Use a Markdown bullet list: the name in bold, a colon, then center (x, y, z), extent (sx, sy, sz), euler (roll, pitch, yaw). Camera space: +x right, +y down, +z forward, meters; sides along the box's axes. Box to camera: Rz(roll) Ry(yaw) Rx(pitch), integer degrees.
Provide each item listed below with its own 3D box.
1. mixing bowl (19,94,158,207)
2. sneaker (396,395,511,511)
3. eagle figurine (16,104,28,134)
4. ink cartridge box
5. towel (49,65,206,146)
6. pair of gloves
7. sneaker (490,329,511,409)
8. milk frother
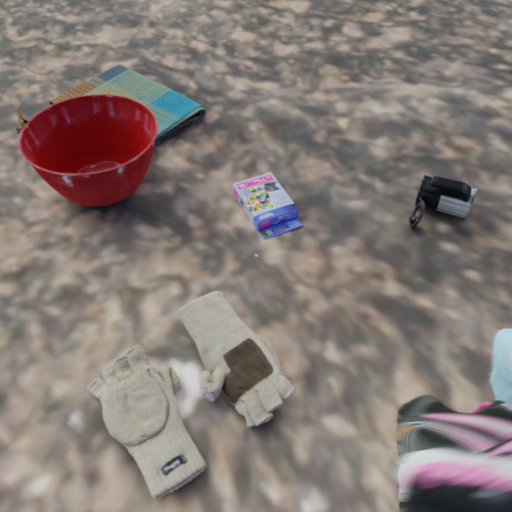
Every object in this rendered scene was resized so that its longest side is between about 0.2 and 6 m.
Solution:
- **mixing bowl**: center (-2.723, -1.653, 9.573), extent (2.218, 1.201, 2.218), euler (0, 49, 0)
- **sneaker**: center (2.733, 2.071, 5.653), extent (2.956, 1.187, 1.276), euler (20, 36, -16)
- **eagle figurine**: center (-4.007, -2.481, 10.730), extent (1.046, 0.794, 0.789), euler (0, 8, -32)
- **ink cartridge box**: center (0.189, -0.874, 9.523), extent (0.765, 0.269, 1.282), euler (-19, 53, -16)
- **towel**: center (-2.625, -3.014, 11.424), extent (2.723, 0.295, 1.997), euler (32, 55, 27)
- **pair of gloves**: center (-0.808, 1.663, 7.163), extent (2.277, 0.399, 1.936), euler (-34, 61, -21)
- **sneaker**: center (3.089, 1.668, 6.504), extent (0.663, 1.794, 0.735), euler (-7, 15, -8)
- **milk frother**: center (3.075, -0.803, 9.283), extent (0.890, 0.854, 0.946), euler (18, 94, 16)
